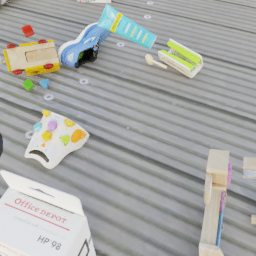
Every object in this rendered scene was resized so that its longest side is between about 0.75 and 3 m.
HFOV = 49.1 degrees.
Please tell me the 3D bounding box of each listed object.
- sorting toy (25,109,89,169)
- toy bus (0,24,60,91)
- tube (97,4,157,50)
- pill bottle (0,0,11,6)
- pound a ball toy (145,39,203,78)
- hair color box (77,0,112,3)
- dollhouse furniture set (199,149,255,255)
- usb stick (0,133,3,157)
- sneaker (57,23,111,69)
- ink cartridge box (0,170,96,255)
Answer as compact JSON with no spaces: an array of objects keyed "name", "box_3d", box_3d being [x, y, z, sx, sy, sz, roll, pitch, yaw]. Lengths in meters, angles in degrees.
[{"name":"sorting toy","box_3d":[-2.255,0.379,8.154,1.640,0.876,1.476,21,70,18]},{"name":"toy bus","box_3d":[-3.621,-2.467,10.359,2.198,1.136,2.074,32,76,-8]},{"name":"tube","box_3d":[-0.004,-2.321,6.570,1.369,0.530,0.345,27,6,-6]},{"name":"pill bottle","box_3d":[-6.728,-7.099,14.394,1.441,1.441,2.549,21,52,18]},{"name":"pound a ball toy","box_3d":[1.760,-2.538,10.824,1.228,0.800,1.883,-48,60,-5]},{"name":"hair color box","box_3d":[-1.797,-7.226,14.810,1.820,1.009,0.582,2,48,2]},{"name":"dollhouse furniture set","box_3d":[2.795,1.898,5.534,2.518,2.377,1.643,5,47,20]},{"name":"usb stick","box_3d":[-3.176,0.294,5.469,2.066,0.573,0.337,3,-1,31]},{"name":"sneaker","box_3d":[-1.514,-3.216,11.272,1.199,1.056,2.688,33,63,17]},{"name":"ink cartridge box","box_3d":[-1.568,2.067,5.141,1.581,2.729,0.910,16,50,15]}]
